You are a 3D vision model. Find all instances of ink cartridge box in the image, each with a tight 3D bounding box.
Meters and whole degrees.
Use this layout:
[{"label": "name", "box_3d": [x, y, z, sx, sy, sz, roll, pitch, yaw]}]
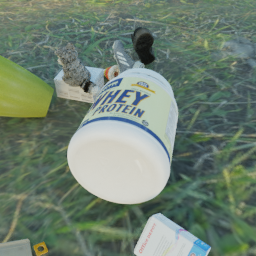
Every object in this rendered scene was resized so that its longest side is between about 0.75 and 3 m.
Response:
[{"label": "ink cartridge box", "box_3d": [0.798, 2.246, 5.169, 1.145, 0.827, 0.484, 28, 5, 27]}]

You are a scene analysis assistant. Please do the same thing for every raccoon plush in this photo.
[{"label": "raccoon plush", "box_3d": [-1.427, -1.827, 8.360, 1.695, 1.135, 0.820, 24, 55, 27]}]

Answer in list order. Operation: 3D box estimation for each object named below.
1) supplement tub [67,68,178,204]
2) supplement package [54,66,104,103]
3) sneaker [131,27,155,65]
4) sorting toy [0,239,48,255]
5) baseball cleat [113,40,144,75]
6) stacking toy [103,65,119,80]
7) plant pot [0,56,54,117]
[{"label": "supplement tub", "box_3d": [0.055, 0.026, 6.655, 2.138, 2.138, 2.949, 9, 38, 9]}, {"label": "supplement package", "box_3d": [-1.615, -1.528, 9.480, 1.341, 0.743, 1.044, 12, 44, 12]}, {"label": "sneaker", "box_3d": [0.471, -3.232, 10.317, 0.745, 2.482, 1.295, -21, 73, 5]}, {"label": "sorting toy", "box_3d": [-2.174, 2.525, 5.356, 1.253, 0.171, 0.705, 0, 39, -29]}, {"label": "baseball cleat", "box_3d": [0.052, -2.243, 9.601, 1.012, 0.663, 1.902, -17, 77, 25]}, {"label": "stacking toy", "box_3d": [-0.643, -2.005, 10.248, 0.662, 0.662, 0.906, -28, 31, -27]}, {"label": "plant pot", "box_3d": [-3.273, -1.037, 8.326, 1.925, 1.801, 1.801, 18, 39, -18]}]
